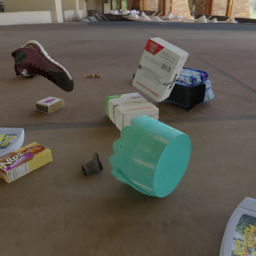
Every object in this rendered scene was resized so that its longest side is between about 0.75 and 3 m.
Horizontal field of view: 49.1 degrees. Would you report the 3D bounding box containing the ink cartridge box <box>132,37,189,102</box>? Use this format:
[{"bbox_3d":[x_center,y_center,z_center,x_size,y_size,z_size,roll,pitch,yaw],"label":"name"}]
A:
[{"bbox_3d":[1.185,-2.228,10.734,1.427,1.978,0.828,36,36,20],"label":"ink cartridge box"}]

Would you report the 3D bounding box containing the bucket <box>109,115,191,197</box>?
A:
[{"bbox_3d":[0.630,0.731,7.084,1.270,1.952,1.952,23,34,36],"label":"bucket"}]

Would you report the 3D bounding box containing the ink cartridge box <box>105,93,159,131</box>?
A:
[{"bbox_3d":[0.104,-0.630,10.893,1.466,0.846,2.007,-10,28,-19],"label":"ink cartridge box"}]

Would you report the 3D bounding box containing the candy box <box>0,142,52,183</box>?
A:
[{"bbox_3d":[-3.079,0.968,8.171,0.853,0.413,1.461,19,31,35],"label":"candy box"}]

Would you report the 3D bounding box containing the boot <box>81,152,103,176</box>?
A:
[{"bbox_3d":[-1.104,1.028,8.210,0.573,0.304,0.870,-13,24,-14],"label":"boot"}]

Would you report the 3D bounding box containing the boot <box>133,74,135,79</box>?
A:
[{"bbox_3d":[0.978,-2.866,15.898,0.915,0.437,1.212,-17,31,-35],"label":"boot"}]

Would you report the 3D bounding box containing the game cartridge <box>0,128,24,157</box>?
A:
[{"bbox_3d":[-4.235,0.561,9.048,1.405,0.432,2.111,4,27,0],"label":"game cartridge"}]

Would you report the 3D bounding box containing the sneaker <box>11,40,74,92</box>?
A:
[{"bbox_3d":[-3.164,-1.947,9.931,2.428,0.919,1.402,44,51,7],"label":"sneaker"}]

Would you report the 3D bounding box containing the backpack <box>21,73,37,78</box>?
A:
[{"bbox_3d":[-5.905,-3.494,16.753,1.268,0.803,1.058,9,31,26],"label":"backpack"}]

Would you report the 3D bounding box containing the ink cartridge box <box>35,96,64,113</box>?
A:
[{"bbox_3d":[-3.414,-1.026,12.253,0.796,0.363,0.966,15,31,25],"label":"ink cartridge box"}]

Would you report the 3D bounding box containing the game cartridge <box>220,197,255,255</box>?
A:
[{"bbox_3d":[2.718,2.398,5.207,1.854,0.569,2.785,9,27,26],"label":"game cartridge"}]

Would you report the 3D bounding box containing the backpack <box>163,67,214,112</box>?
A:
[{"bbox_3d":[2.777,-1.917,12.723,2.340,1.574,2.136,-19,31,-35],"label":"backpack"}]

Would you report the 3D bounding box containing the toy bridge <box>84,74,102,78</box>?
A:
[{"bbox_3d":[-2.089,-3.127,16.735,1.111,0.151,0.373,1,24,2],"label":"toy bridge"}]
